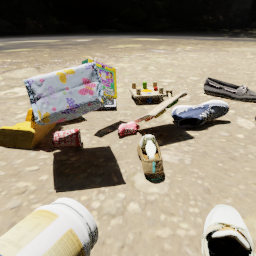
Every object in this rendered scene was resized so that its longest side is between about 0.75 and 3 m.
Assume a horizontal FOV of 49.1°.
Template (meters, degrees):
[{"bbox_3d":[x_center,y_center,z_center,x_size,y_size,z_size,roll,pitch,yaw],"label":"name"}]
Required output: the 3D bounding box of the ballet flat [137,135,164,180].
[{"bbox_3d":[0.628,0.667,8.192,0.719,0.767,2.121,-4,23,1],"label":"ballet flat"}]

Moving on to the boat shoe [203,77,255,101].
[{"bbox_3d":[5.283,-1.989,14.313,2.978,0.849,0.996,16,28,32],"label":"boat shoe"}]

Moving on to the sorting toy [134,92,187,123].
[{"bbox_3d":[1.174,-0.670,10.047,1.686,0.308,1.561,-32,4,-19],"label":"sorting toy"}]

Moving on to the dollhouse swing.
[{"bbox_3d":[-3.463,-0.553,9.781,1.840,1.780,2.025,5,25,10],"label":"dollhouse swing"}]

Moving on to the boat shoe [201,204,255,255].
[{"bbox_3d":[1.739,2.071,4.756,0.967,0.885,2.588,6,24,13],"label":"boat shoe"}]

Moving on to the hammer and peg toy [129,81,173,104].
[{"bbox_3d":[1.285,-1.808,13.968,2.236,0.788,1.644,-4,23,-9],"label":"hammer and peg toy"}]

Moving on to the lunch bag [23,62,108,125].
[{"bbox_3d":[-1.687,-0.910,7.804,1.889,1.416,2.228,-17,1,-8],"label":"lunch bag"}]

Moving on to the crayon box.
[{"bbox_3d":[-1.037,-1.753,10.362,0.416,1.231,1.427,-11,-13,41],"label":"crayon box"}]

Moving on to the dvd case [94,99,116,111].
[{"bbox_3d":[-1.293,-1.231,13.335,1.438,0.237,1.913,-2,23,-3],"label":"dvd case"}]

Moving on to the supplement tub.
[{"bbox_3d":[-1.381,2.021,4.393,1.263,1.263,1.749,12,26,27],"label":"supplement tub"}]

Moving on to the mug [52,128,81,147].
[{"bbox_3d":[-2.024,0.389,9.341,0.886,0.786,0.591,-6,60,-4],"label":"mug"}]

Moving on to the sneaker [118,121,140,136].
[{"bbox_3d":[0.045,0.028,10.172,0.471,0.401,1.087,17,28,32],"label":"sneaker"}]

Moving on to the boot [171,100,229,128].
[{"bbox_3d":[2.916,-0.451,10.933,2.337,0.850,1.056,-9,28,1],"label":"boot"}]
